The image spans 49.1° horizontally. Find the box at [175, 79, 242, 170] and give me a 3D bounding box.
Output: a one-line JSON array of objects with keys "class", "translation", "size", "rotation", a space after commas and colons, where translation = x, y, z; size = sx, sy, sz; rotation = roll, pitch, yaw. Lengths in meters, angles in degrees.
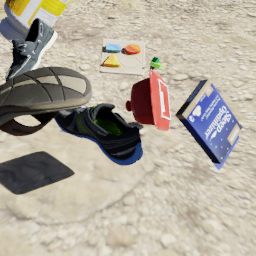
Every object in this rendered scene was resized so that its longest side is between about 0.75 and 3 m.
[{"class": "box", "translation": [0.999, -0.013, 3.236], "size": [0.583, 0.963, 0.156], "rotation": [-51, 25, -21]}]

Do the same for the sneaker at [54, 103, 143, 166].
[{"class": "sneaker", "translation": [-0.469, -0.127, 4.144], "size": [1.754, 0.727, 0.622], "rotation": [29, 42, 30]}]

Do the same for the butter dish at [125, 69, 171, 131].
[{"class": "butter dish", "translation": [0.360, -0.495, 5.752], "size": [0.855, 1.157, 1.154], "rotation": [-6, -6, 20]}]

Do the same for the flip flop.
[{"class": "flip flop", "translation": [-0.794, -0.106, 2.006], "size": [1.179, 0.339, 0.478], "rotation": [-19, 41, 8]}]

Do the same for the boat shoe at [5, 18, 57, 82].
[{"class": "boat shoe", "translation": [-2.153, -1.673, 5.926], "size": [0.706, 0.626, 1.889], "rotation": [-1, 50, 34]}]

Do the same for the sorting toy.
[{"class": "sorting toy", "translation": [0.152, -2.115, 8.238], "size": [1.884, 0.277, 1.392], "rotation": [4, 60, -1]}]

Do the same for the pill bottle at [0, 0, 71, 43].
[{"class": "pill bottle", "translation": [-2.536, -3.420, 7.747], "size": [1.339, 2.375, 1.339], "rotation": [37, 21, -17]}]
